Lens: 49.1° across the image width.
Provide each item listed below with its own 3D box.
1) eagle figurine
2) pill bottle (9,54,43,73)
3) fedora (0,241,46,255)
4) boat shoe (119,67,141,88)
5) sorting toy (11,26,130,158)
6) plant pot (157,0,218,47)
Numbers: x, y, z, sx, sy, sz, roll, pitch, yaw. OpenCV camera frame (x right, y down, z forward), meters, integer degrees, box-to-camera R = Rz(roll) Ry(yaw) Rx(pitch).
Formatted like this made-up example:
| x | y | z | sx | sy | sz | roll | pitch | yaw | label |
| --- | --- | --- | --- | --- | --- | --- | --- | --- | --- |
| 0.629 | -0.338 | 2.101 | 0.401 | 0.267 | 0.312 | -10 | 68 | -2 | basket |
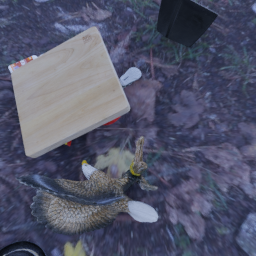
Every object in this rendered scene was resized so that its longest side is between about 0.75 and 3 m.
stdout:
| x | y | z | sx | sy | sz | roll | pitch | yaw | label |
| --- | --- | --- | --- | --- | --- | --- | --- | --- | --- |
| -0.812 | 1.426 | 6.120 | 2.604 | 1.965 | 1.976 | -21 | 104 | -25 | eagle figurine |
| -2.862 | -1.752 | 8.224 | 1.082 | 0.607 | 0.607 | -28 | 68 | -12 | pill bottle |
| -2.455 | 3.124 | 5.885 | 1.499 | 0.684 | 1.499 | 0 | 69 | 1 | fedora |
| -0.010 | -1.453 | 8.154 | 0.384 | 0.378 | 1.066 | 54 | 44 | -2 | boat shoe |
| -1.460 | -0.837 | 7.258 | 2.667 | 0.928 | 2.650 | -26 | 63 | 9 | sorting toy |
| 1.544 | -3.110 | 8.119 | 1.281 | 1.139 | 1.284 | 14 | 27 | -25 | plant pot |
